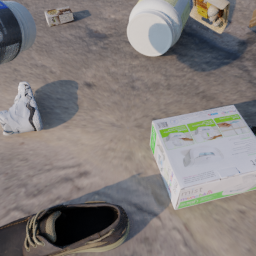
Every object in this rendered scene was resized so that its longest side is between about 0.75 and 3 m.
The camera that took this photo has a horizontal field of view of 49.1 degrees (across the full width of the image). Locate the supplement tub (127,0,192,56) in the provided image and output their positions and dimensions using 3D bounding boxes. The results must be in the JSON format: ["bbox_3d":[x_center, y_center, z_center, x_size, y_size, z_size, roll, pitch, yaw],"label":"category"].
[{"bbox_3d":[1.054,-3.650,9.227,1.723,1.723,2.377,16,52,13],"label":"supplement tub"}]

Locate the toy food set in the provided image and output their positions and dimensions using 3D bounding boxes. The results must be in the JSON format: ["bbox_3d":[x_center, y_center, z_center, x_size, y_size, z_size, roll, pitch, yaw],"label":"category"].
[{"bbox_3d":[1.967,-2.969,7.091,1.075,1.498,0.453,37,96,15],"label":"toy food set"}]

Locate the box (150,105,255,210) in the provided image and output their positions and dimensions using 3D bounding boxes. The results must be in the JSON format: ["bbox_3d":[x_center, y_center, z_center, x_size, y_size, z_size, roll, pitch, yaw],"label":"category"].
[{"bbox_3d":[1.732,0.574,6.175,2.052,0.992,1.811,-12,51,-10],"label":"box"}]

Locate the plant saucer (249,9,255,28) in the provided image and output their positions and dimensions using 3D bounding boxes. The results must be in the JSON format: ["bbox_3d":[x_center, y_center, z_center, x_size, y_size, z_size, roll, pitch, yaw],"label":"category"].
[{"bbox_3d":[3.843,-2.875,5.999,2.517,2.517,0.371,-29,100,-22],"label":"plant saucer"}]

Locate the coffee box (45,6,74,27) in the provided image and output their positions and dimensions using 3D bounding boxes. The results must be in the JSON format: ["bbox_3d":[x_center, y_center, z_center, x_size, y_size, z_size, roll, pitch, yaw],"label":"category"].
[{"bbox_3d":[-2.585,-4.206,10.560,0.959,0.383,0.542,-17,52,-13],"label":"coffee box"}]

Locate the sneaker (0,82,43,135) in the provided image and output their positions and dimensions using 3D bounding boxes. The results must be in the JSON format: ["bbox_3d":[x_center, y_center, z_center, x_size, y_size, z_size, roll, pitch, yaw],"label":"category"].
[{"bbox_3d":[-2.896,-0.521,7.313,0.989,0.646,1.721,-17,56,-17],"label":"sneaker"}]

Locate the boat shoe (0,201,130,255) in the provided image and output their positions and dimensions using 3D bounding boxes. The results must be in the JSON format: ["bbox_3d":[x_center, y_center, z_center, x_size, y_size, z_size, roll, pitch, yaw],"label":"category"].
[{"bbox_3d":[-1.379,1.833,5.095,2.849,1.044,1.061,-12,51,-10],"label":"boat shoe"}]

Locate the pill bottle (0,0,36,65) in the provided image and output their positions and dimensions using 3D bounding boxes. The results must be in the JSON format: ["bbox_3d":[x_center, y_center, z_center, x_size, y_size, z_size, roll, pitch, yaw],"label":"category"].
[{"bbox_3d":[-2.447,-1.527,4.590,1.112,1.112,1.955,14,30,11],"label":"pill bottle"}]

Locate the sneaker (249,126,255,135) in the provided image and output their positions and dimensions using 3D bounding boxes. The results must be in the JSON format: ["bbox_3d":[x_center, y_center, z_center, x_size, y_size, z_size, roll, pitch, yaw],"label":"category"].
[{"bbox_3d":[3.306,0.030,7.063,0.804,0.337,0.308,5,50,4],"label":"sneaker"}]
